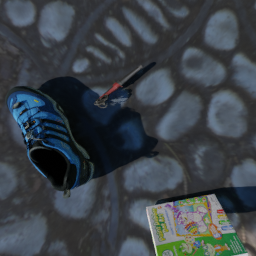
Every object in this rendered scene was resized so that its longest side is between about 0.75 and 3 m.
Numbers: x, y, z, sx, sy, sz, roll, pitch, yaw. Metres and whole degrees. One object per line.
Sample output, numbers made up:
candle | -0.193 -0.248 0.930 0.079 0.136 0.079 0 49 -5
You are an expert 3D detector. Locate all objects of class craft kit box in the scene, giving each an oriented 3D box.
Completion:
craft kit box | 1.431 2.360 6.318 1.779 1.801 0.437 -13 118 -1

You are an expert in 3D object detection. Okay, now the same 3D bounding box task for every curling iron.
curling iron | -0.218 -1.068 7.229 1.592 0.203 0.395 -42 46 -7

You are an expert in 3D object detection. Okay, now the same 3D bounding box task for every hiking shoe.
hiking shoe | -1.940 0.161 6.583 1.116 1.300 2.999 -42 85 12
